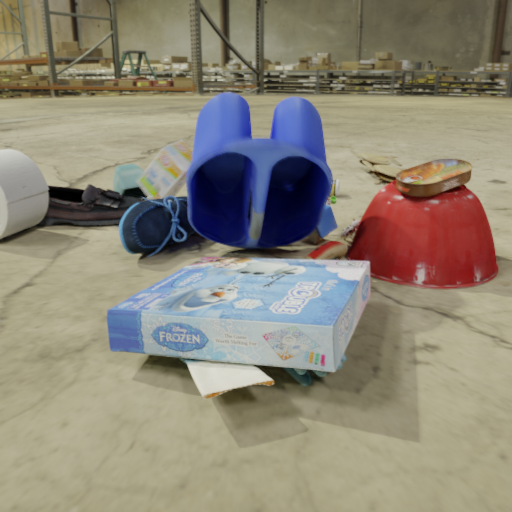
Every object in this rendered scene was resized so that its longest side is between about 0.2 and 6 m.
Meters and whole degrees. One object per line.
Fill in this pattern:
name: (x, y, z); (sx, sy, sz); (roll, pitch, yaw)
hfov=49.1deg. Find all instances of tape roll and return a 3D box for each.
tape roll: (-5.354, -1.247, 11.512); (1.737, 1.737, 1.193); (8, 22, 21)

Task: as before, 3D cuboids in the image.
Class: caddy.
caddy: (0.018, -1.205, 9.658); (2.366, 3.347, 1.757); (3, 64, -3)

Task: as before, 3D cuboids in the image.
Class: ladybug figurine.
ladybug figurine: (1.164, 0.016, 9.608); (0.897, 0.609, 0.323); (-31, 70, -13)

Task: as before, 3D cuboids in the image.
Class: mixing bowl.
mixing bowl: (3.055, -0.587, 10.178); (2.703, 1.464, 2.703); (0, 20, 0)

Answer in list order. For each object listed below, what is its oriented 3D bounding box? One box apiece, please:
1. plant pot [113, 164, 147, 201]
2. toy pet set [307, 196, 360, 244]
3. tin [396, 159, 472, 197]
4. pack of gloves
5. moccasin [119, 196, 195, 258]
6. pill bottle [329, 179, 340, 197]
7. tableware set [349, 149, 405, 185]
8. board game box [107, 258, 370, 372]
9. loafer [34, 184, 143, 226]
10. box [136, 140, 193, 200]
plant pot: (-3.163, -1.841, 13.974); (0.773, 0.790, 0.776); (-15, -19, -30)
toy pet set: (1.453, -0.930, 11.364); (1.274, 0.724, 1.364); (-33, 68, -28)
tin: (3.040, -1.339, 9.564); (1.431, 0.300, 0.801); (-19, 26, -23)
pack of gloves: (-0.064, 1.271, 6.917); (1.835, 0.431, 2.185); (-9, 13, -20)
moccasin: (-1.678, -0.795, 11.111); (0.932, 1.099, 2.732); (-6, 18, 23)
pill bottle: (1.786, -1.816, 14.862); (0.821, 0.462, 0.462); (4, 21, 12)
tableware set: (3.784, -2.623, 17.087); (1.525, 0.462, 2.307); (8, 24, -14)
board game box: (-0.036, 0.614, 7.460); (2.746, 0.599, 2.760); (2, 14, 18)
loafer: (-3.969, -1.211, 12.551); (2.911, 0.917, 1.046); (-2, 22, -5)
box: (-2.048, -1.943, 13.155); (1.397, 0.786, 0.708); (-39, -1, 40)
